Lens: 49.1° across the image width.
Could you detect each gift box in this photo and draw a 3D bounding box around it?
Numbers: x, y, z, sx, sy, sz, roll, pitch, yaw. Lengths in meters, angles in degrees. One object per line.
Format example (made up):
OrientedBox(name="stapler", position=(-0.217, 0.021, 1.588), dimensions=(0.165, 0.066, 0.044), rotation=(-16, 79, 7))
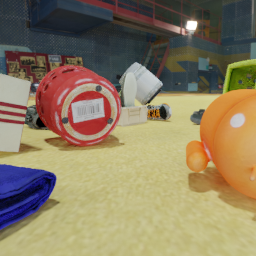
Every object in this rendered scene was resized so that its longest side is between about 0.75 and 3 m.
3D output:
OrientedBox(name="gift box", position=(-3.736, -0.333, 6.471), dimensions=(2.075, 2.248, 2.100), rotation=(3, -6, 41))

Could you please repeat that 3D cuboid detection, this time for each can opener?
OrientedBox(name="can opener", position=(3.760, -0.337, 11.328), dimensions=(2.400, 0.632, 0.798), rotation=(1, 44, 18))

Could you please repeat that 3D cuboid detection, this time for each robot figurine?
OrientedBox(name="robot figurine", position=(2.079, 0.153, 4.527), dimensions=(1.975, 1.601, 2.746), rotation=(19, 11, 3))

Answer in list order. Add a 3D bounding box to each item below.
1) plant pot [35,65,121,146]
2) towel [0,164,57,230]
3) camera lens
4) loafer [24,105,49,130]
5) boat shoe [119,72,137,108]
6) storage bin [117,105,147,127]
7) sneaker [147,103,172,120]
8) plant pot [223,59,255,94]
OrientedBox(name="plant pot", position=(-1.374, -0.593, 7.910), dimensions=(2.160, 2.160, 1.966), rotation=(-4, 20, -26))
OrientedBox(name="towel", position=(-2.531, 0.840, 3.584), dimensions=(2.638, 0.654, 1.948), rotation=(4, 3, 25))
OrientedBox(name="camera lens", position=(0.642, -2.044, 13.212), dimensions=(1.755, 1.404, 1.404), rotation=(42, 13, 1))
OrientedBox(name="loafer", position=(-3.010, -0.351, 10.181), dimensions=(2.531, 0.909, 0.796), rotation=(5, 16, 19))
OrientedBox(name="boat shoe", position=(-0.071, -1.242, 11.393), dimensions=(0.736, 2.060, 0.616), rotation=(-19, 27, -41))
OrientedBox(name="storage bin", position=(-0.276, -0.595, 11.884), dimensions=(1.655, 0.776, 1.643), rotation=(7, 12, 41))
OrientedBox(name="sneaker", position=(1.225, -0.690, 12.839), dimensions=(0.771, 0.781, 1.995), rotation=(-14, 8, -33))
OrientedBox(name="plant pot", position=(4.623, -0.922, 9.370), dimensions=(2.156, 2.364, 2.375), rotation=(6, 8, -7))
